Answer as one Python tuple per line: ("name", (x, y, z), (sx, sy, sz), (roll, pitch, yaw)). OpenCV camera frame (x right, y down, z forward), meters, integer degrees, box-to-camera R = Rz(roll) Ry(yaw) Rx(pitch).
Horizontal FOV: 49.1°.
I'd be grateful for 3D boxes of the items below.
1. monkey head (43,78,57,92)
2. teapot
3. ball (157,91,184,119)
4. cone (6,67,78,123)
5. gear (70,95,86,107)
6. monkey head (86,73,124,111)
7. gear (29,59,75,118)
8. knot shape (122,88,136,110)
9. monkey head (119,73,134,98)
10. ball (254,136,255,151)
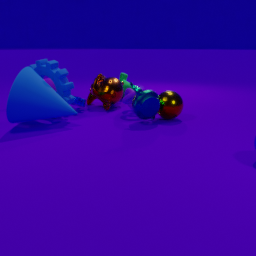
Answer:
("monkey head", (-2.887, -1.496, 10.333), (1.180, 0.711, 0.849), (19, -4, -17))
("teapot", (0.459, -0.732, 8.030), (0.866, 1.393, 0.682), (-40, 36, -9))
("ball", (1.239, -0.693, 8.463), (0.867, 0.867, 0.867), (0, 17, 0))
("cone", (-2.150, -0.644, 7.646), (1.612, 1.606, 1.606), (18, 17, -3))
("gear", (-2.092, -0.986, 9.511), (1.312, 0.243, 1.312), (13, -2, 0))
("monkey head", (-0.835, -1.227, 10.239), (1.166, 1.393, 1.936), (31, 37, -5))
("gear", (-2.377, -1.181, 8.483), (1.728, 1.728, 0.320), (10, 26, 30))
("knot shape", (0.421, -0.849, 9.184), (1.204, 0.595, 1.287), (24, -2, -7))
("monkey head", (-0.142, -1.750, 11.599), (1.404, 1.010, 0.846), (13, 6, -35))
("ball", (2.845, 0.298, 5.306), (0.833, 0.833, 0.833), (0, 17, 0))
